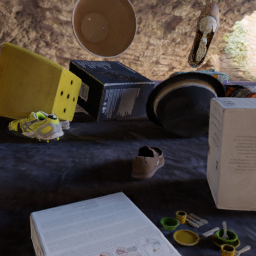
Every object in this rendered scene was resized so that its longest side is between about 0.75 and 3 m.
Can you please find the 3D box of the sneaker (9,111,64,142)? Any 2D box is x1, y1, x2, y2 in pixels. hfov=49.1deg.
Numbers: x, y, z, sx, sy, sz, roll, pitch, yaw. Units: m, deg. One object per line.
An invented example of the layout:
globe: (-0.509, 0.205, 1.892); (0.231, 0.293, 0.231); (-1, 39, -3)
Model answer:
sneaker: (-2.944, -0.134, 8.975); (2.244, 0.857, 0.846); (6, 15, 29)

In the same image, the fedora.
fedora: (1.926, -0.504, 8.908); (2.651, 2.651, 1.211); (-1, 43, -7)

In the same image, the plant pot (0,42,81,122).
plant pot: (-3.135, -1.352, 10.188); (2.180, 2.472, 2.472); (13, -3, 14)

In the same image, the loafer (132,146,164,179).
loafer: (0.487, 0.640, 6.169); (0.548, 0.533, 1.502); (3, 13, 15)

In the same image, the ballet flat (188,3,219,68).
ballet flat: (3.155, -3.721, 11.452); (0.900, 2.644, 0.889); (12, 20, 3)

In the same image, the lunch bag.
lunch bag: (3.014, -1.471, 12.060); (2.663, 2.135, 1.026); (-4, 14, -12)

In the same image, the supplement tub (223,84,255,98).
supplement tub: (4.155, -0.804, 10.340); (1.568, 1.568, 2.559); (-2, 12, -7)

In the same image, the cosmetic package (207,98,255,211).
cosmetic package: (2.137, 0.372, 4.775); (1.356, 1.643, 1.355); (2, 12, 9)

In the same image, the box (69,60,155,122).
box: (-0.863, -1.815, 12.735); (2.800, 1.765, 2.848); (-11, 37, -38)

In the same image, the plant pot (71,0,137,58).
plant pot: (-0.739, -2.656, 7.272); (1.644, 1.644, 1.104); (-5, 14, -22)

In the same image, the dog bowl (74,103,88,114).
dog bowl: (-2.623, -1.244, 14.321); (2.579, 0.756, 2.579); (0, 11, 0)

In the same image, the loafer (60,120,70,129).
loafer: (-2.657, -0.119, 10.115); (1.061, 0.333, 0.381); (-2, 12, -9)

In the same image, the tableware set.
tableware set: (0.969, 1.374, 3.696); (0.725, 0.165, 1.076); (-8, 15, -32)

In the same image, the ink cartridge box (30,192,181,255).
ink cartridge box: (-0.299, 1.403, 3.236); (1.343, 0.397, 1.678); (-6, 19, -27)
